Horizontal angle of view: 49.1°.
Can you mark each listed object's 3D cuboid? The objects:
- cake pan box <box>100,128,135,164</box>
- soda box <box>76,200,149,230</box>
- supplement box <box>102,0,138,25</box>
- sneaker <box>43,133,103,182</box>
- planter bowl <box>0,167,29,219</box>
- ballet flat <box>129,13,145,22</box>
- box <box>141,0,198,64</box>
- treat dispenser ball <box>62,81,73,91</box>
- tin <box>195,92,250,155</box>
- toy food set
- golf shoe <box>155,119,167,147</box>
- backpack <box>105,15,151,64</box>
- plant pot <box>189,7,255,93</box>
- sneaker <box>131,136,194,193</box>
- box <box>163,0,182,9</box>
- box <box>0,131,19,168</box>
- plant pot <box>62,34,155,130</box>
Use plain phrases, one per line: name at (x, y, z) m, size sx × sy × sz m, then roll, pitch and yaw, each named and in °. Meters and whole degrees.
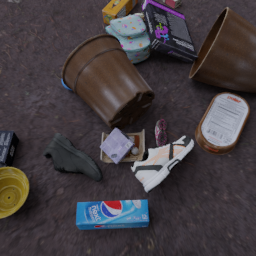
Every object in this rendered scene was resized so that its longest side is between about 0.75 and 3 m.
cake pan box at (-0.352, 0.573, 9.255) m, size 0.853 × 0.242 × 0.926 m, roll 41°, pitch 97°, yaw 18°
soda box at (-0.440, 2.581, 8.325) m, size 2.088 × 0.708 × 0.670 m, roll -3°, pitch 58°, yaw -1°
supplement box at (-0.342, -5.880, 13.509) m, size 0.746 × 0.772 × 2.243 m, roll 26°, pitch 60°, yaw 16°
sneaker at (-1.827, 1.155, 9.236) m, size 2.342 × 0.889 × 1.063 m, roll 32°, pitch 73°, yaw 26°
planter bowl at (-3.782, 2.071, 8.666) m, size 1.611 × 0.671 × 1.611 m, roll 0°, pitch 59°, yaw 0°
ballet flat at (0.254, -5.196, 13.266) m, size 1.347 × 0.431 × 0.509 m, roll -19°, pitch 62°, yaw -11°
box at (1.751, -4.240, 12.100) m, size 2.099 × 0.530 × 2.935 m, roll 12°, pitch 52°, yaw -28°
treat dispenser ball at (-2.201, -1.876, 11.024) m, size 0.804 × 0.804 × 0.804 m, roll 0°, pitch 58°, yaw 0°
tin at (3.479, -0.227, 10.193) m, size 1.485 × 0.555 × 2.652 m, roll 28°, pitch 62°, yaw 11°
toy food set at (-0.170, 0.582, 9.589) m, size 1.503 × 0.454 × 1.079 m, roll -4°, pitch 61°, yaw 8°
golf shoe at (1.157, 0.216, 9.993) m, size 0.364 × 0.462 × 1.003 m, roll 12°, pitch 72°, yaw -17°
backpack at (0.082, -3.712, 11.783) m, size 1.692 × 1.476 × 1.925 m, roll -20°, pitch 66°, yaw -18°
plant pot at (4.319, -2.540, 10.557) m, size 2.992 × 2.797 × 2.797 m, roll 25°, pitch 61°, yaw 0°
sneaker at (1.163, 0.865, 8.946) m, size 1.042 × 0.960 × 2.605 m, roll 46°, pitch 51°, yaw 10°
box at (2.215, -6.428, 14.011) m, size 0.514 × 0.438 × 0.804 m, roll -39°, pitch 66°, yaw -21°
box at (-4.466, 0.737, 9.499) m, size 1.114 × 0.637 × 1.224 m, roll 3°, pitch 58°, yaw 0°
plant pot at (-0.558, -1.456, 9.811) m, size 2.559 × 2.559 × 2.534 m, roll -32°, pitch 69°, yaw -18°
